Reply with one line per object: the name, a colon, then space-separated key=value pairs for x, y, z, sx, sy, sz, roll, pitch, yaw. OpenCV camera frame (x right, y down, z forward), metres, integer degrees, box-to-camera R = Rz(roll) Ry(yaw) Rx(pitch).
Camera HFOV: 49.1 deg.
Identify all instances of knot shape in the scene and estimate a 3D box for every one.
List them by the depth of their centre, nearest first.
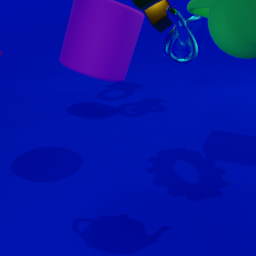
knot shape: x=1.661 y=-2.767 z=8.259 sx=0.801 sy=1.733 sz=1.621 roll=9 pitch=34 yaw=34

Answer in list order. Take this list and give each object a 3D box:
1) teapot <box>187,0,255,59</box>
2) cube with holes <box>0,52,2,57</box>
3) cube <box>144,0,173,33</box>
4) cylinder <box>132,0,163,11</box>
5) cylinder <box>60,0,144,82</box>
teapot: x=1.458 y=-1.266 z=3.291 sx=1.551 sy=0.965 sz=0.760 roll=16 pitch=7 yaw=4
cube with holes: x=-4.087 y=-1.651 z=7.095 sx=1.046 sy=1.046 sz=1.046 roll=10 pitch=-8 yaw=39
cube: x=1.155 y=-4.022 z=9.823 sx=0.840 sy=0.840 sz=0.840 roll=-32 pitch=-14 yaw=23
cylinder: x=0.635 y=-3.881 z=7.412 sx=1.100 sy=1.100 sz=1.100 roll=-17 pitch=17 yaw=31
cylinder: x=-0.496 y=-1.672 z=5.223 sx=1.284 sy=1.284 sz=1.284 roll=17 pitch=18 yaw=-6
